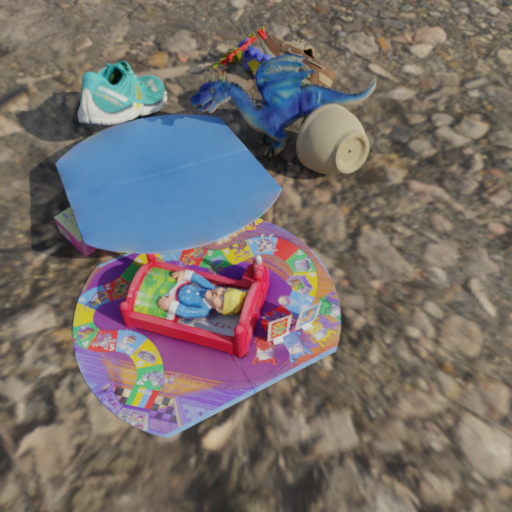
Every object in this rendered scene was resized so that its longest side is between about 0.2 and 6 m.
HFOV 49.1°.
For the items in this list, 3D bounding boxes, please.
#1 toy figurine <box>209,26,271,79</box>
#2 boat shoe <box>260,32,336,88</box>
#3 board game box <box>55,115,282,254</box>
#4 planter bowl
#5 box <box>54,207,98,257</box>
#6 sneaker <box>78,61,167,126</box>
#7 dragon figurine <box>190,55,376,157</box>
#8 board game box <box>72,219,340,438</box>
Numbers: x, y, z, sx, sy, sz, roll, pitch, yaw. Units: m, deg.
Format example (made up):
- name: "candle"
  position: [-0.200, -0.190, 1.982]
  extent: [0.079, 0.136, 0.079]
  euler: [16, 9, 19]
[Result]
- name: "toy figurine"
  position: [-0.146, -4.319, 12.793]
  extent: [0.949, 1.078, 1.800]
  euler: [-50, 23, -19]
- name: "boat shoe"
  position: [0.963, -4.388, 12.546]
  extent: [2.274, 0.816, 0.861]
  euler: [50, 22, 23]
- name: "board game box"
  position: [-1.645, -1.168, 10.186]
  extent: [3.349, 0.825, 4.239]
  euler: [-19, 44, -17]
- name: "planter bowl"
  position: [1.533, -2.064, 10.459]
  extent: [1.315, 1.315, 0.885]
  euler: [-26, 41, -19]
- name: "box"
  position: [-2.940, -0.575, 9.966]
  extent: [0.807, 0.444, 0.918]
  euler: [37, 62, 25]
- name: "sneaker"
  position: [-2.600, -3.363, 11.278]
  extent: [1.048, 1.077, 2.705]
  euler: [10, 27, 14]
- name: "dragon figurine"
  position: [0.622, -3.153, 10.737]
  extent: [3.659, 1.819, 1.077]
  euler: [-21, 36, 4]
- name: "board game box"
  position: [-0.816, 0.601, 8.798]
  extent: [4.285, 0.834, 3.386]
  euler: [-23, 56, -17]
